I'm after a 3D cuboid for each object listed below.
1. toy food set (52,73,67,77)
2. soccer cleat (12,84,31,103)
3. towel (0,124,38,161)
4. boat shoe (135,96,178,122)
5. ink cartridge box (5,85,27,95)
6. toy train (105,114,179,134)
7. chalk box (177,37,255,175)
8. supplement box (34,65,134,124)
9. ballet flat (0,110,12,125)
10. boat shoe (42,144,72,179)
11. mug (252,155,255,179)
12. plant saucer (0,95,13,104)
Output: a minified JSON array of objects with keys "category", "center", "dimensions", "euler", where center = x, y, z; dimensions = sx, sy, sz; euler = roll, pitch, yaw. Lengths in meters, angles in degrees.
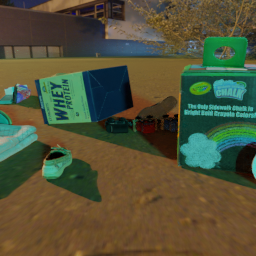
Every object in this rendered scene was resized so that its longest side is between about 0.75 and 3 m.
[{"category":"toy food set","center":[-2.477,-1.955,13.231],"dimensions":[2.486,0.611,2.511],"euler":[16,20,-15]},{"category":"soccer cleat","center":[-4.930,-1.605,13.042],"dimensions":[0.760,0.708,2.076],"euler":[10,15,-20]},{"category":"towel","center":[-4.122,0.400,6.809],"dimensions":[2.837,0.457,2.710],"euler":[4,18,16]},{"category":"boat shoe","center":[0.890,-0.511,9.253],"dimensions":[1.697,0.635,0.525],"euler":[-37,-7,-24]},{"category":"ink cartridge box","center":[-5.685,-1.923,14.277],"dimensions":[0.671,0.389,0.909],"euler":[-5,13,34]},{"category":"toy train","center":[0.563,-0.105,8.421],"dimensions":[2.534,0.432,0.580],"euler":[-3,28,-1]},{"category":"chalk box","center":[2.040,-0.607,6.223],"dimensions":[1.682,2.695,1.670],"euler":[5,18,15]},{"category":"supplement box","center":[-1.396,-1.135,9.389],"dimensions":[2.240,1.505,2.242],"euler":[-2,14,32]},{"category":"ballet flat","center":[-4.229,-0.272,8.601],"dimensions":[2.167,0.744,0.683],"euler":[8,7,22]},{"category":"boat shoe","center":[-1.505,0.646,6.053],"dimensions":[0.483,0.413,1.317],"euler":[0,17,-1]},{"category":"mug","center":[2.940,0.797,5.322],"dimensions":[0.831,1.037,0.852],"euler":[-28,-12,36]},{"category":"plant saucer","center":[-5.590,-1.358,13.049],"dimensions":[0.581,0.158,1.663],"euler":[-3,18,-12]}]
